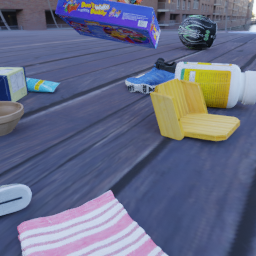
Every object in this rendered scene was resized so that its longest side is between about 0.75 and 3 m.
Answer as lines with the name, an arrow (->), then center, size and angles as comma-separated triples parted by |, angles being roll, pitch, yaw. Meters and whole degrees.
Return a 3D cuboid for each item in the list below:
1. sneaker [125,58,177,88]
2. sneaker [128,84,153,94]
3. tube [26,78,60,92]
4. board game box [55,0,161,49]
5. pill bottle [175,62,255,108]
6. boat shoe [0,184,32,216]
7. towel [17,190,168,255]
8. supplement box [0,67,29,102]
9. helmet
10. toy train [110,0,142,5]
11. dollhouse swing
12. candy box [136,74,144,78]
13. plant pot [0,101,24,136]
sneaker -> 1.005, -2.247, 11.382 | 2.223, 1.237, 0.853 | 4, 23, 8
sneaker -> 0.511, -1.568, 10.966 | 1.007, 0.378, 0.408 | 9, 16, 19
tube -> -3.972, -1.716, 11.148 | 2.330, 0.587, 0.902 | 6, 37, 3
board game box -> -0.391, -2.482, 6.621 | 2.138, 0.479, 1.438 | 15, 3, 12
pill bottle -> 2.831, -1.389, 9.163 | 2.518, 1.420, 1.420 | 6, 24, 15
boat shoe -> -2.311, 1.215, 4.364 | 1.541, 0.555, 0.478 | -7, -1, -24
towel -> -0.390, 1.628, 3.502 | 1.554, 0.318, 2.123 | -14, 27, -28
supplement box -> -4.633, -1.531, 9.962 | 1.538, 1.033, 1.537 | 2, 23, 5
helmet -> 5.323, -7.492, 21.955 | 2.659, 2.789, 2.789 | 9, 23, -5
toy train -> -0.476, -4.707, 9.421 | 0.611, 1.650, 2.197 | -48, 51, -5
dollhouse swing -> 1.832, -0.577, 7.309 | 1.569, 1.622, 1.785 | -8, 13, 41
candy box -> 0.731, -2.249, 12.764 | 0.629, 0.162, 1.230 | 15, 28, 26
plant pot -> -3.437, -0.198, 7.349 | 1.403, 0.648, 1.403 | -1, 23, 0
